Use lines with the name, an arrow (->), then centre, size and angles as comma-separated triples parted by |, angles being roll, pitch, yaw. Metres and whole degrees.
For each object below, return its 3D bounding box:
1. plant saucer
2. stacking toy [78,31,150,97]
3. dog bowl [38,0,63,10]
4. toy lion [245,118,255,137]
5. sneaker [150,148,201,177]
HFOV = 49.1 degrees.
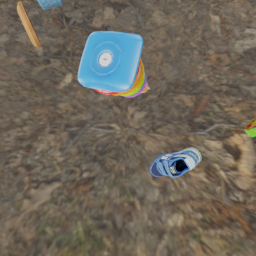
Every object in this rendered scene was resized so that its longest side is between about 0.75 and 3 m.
plant saucer -> -2.683, -2.757, 7.562 | 0.201, 1.247, 1.247 | -24, 65, -9
stacking toy -> -0.028, -1.042, 5.718 | 1.157, 1.994, 1.094 | 13, 87, 23
dog bowl -> -2.779, -4.618, 8.092 | 0.618, 2.494, 1.390 | -27, 42, 0
toy lion -> 3.351, -0.298, 6.278 | 1.404, 1.345, 0.482 | -34, 89, -26
sneaker -> 0.638, 0.554, 4.135 | 0.323, 0.874, 0.359 | 56, 39, -8
